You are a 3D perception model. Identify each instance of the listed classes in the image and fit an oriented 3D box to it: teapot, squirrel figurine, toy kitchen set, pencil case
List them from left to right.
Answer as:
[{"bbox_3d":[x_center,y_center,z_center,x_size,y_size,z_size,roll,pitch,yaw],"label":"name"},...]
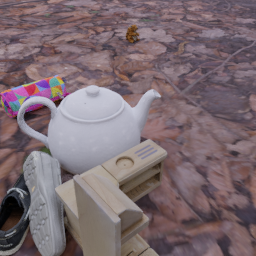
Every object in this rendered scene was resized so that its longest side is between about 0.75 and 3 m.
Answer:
[{"bbox_3d":[-3.067,-1.081,9.350,2.180,0.963,0.963,-26,43,-29],"label":"pencil case"},{"bbox_3d":[-0.935,-0.172,7.216,2.610,1.931,2.644,23,43,29],"label":"teapot"},{"bbox_3d":[0.198,-5.104,14.934,0.635,0.837,0.897,-26,43,-31],"label":"squirrel figurine"},{"bbox_3d":[0.375,1.289,4.926,2.485,2.248,2.755,-25,43,-31],"label":"toy kitchen set"}]

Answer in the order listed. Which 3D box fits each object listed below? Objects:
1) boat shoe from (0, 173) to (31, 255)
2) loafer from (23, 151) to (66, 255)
[{"bbox_3d":[-2.278,1.570,5.903,0.727,0.685,2.025,0,33,0],"label":"boat shoe"},{"bbox_3d":[-1.593,1.487,5.850,0.832,0.834,2.385,17,39,-40],"label":"loafer"}]
